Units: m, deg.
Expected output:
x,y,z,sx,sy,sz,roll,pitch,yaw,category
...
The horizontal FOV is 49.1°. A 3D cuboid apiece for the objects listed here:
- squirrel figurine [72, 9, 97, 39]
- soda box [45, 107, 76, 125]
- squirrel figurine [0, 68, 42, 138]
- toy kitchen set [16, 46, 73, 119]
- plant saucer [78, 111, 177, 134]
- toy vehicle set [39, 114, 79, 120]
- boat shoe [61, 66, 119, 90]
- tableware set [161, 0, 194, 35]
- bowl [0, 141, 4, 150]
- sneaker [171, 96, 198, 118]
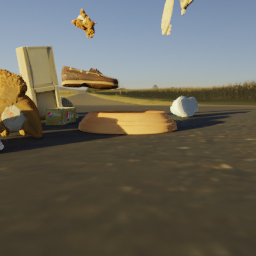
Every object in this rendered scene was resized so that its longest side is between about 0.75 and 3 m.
x,y,z,sx,sy,sz,roll,pitch,yaw,category
-1.473,-3.803,10.356,0.862,0.653,0.923,33,-12,39,squirrel figurine
-2.118,-0.398,9.005,0.540,0.510,1.595,0,6,4,soda box
-2.306,-0.524,5.713,0.994,1.405,1.311,-7,16,-13,squirrel figurine
-3.306,-1.689,10.621,2.700,2.436,2.203,6,17,45,toy kitchen set
-0.007,-0.199,7.231,2.514,0.471,2.514,1,6,0,plant saucer
-2.800,-0.466,11.410,0.844,0.180,1.358,4,7,38,toy vehicle set
-1.152,-1.584,8.771,1.859,0.654,0.654,2,-11,-28,boat shoe
1.032,-2.994,5.319,0.271,2.340,1.955,8,1,-4,tableware set
-2.626,-0.013,4.016,1.531,0.719,1.531,0,5,0,bowl
2.351,-0.834,12.569,1.060,0.956,2.587,-21,-6,29,sneaker
